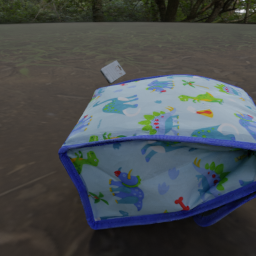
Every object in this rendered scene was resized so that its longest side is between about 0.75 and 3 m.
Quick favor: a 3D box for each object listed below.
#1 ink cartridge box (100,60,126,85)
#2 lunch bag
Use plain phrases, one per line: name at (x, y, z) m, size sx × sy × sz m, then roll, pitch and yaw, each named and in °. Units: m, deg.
ink cartridge box at (-0.629, -2.312, 11.603) m, size 0.877 × 0.711 × 0.220 m, roll -38°, pitch 3°, yaw -30°
lunch bag at (0.772, 0.169, 4.722) m, size 2.959 × 1.886 × 2.516 m, roll -12°, pitch 27°, yaw 12°
